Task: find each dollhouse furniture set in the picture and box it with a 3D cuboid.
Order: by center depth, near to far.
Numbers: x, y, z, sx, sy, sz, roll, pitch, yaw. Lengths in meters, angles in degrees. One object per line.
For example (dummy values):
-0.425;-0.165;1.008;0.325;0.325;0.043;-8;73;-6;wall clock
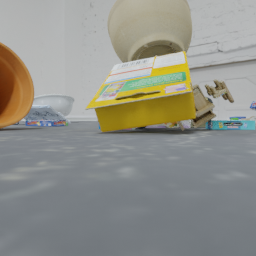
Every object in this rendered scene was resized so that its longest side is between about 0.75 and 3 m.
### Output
1.644;-0.400;6.291;1.195;0.906;1.364;-30;11;9;dollhouse furniture set

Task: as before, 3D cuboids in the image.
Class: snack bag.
-4.112;-0.654;12.873;2.275;0.258;2.413;2;-16;13;snack bag

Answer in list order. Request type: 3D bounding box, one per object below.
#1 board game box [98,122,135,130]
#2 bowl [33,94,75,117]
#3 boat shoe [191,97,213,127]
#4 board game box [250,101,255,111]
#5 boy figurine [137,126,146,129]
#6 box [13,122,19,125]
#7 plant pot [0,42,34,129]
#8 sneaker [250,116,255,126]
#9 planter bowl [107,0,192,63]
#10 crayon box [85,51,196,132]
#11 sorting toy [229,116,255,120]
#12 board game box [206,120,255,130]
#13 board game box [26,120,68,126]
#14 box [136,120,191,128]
-0.271;-0.278;6.694;0.870;0.642;0.280;0;4;25;board game box
-4.762;-1.112;17.635;2.874;1.292;2.874;-8;-10;-1;bowl
1.300;-0.547;8.466;2.470;0.774;0.904;3;-33;24;boat shoe
4.365;-0.404;8.080;1.418;0.244;0.960;25;4;4;board game box
-0.176;-0.374;7.960;1.440;0.746;2.317;-21;10;-32;boy figurine
-5.151;-0.416;11.949;0.927;0.571;0.919;-1;3;-21;box
-3.559;-0.871;6.605;1.502;2.146;2.146;-19;-9;35;plant pot
3.994;-0.284;8.340;0.459;0.393;1.054;33;-8;-13;sneaker
0.852;-2.916;9.465;2.972;2.000;2.972;-5;-33;-4;planter bowl
0.385;-0.759;5.693;1.769;0.726;2.813;-8;25;13;crayon box
4.641;-0.201;9.451;2.430;0.331;1.368;1;6;35;sorting toy
2.507;-0.083;6.948;0.988;0.232;0.746;0;2;2;board game box
-2.841;-0.172;9.814;1.229;0.212;0.832;1;2;29;board game box
0.981;-0.157;7.948;1.583;0.306;0.328;1;2;18;box
